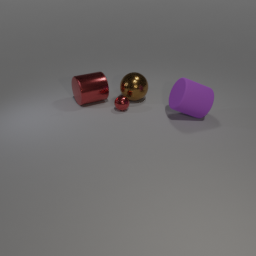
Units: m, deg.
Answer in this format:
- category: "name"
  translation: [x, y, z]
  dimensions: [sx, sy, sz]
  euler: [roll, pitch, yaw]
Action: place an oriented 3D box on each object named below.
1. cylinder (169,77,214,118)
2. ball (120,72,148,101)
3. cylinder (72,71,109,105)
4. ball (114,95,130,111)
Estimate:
- category: "cylinder"
  translation: [2.677, -1.270, 11.939]
  dimensions: [1.400, 1.400, 1.400]
  euler: [17, 25, -18]
- category: "ball"
  translation: [0.298, -2.014, 13.669]
  dimensions: [1.400, 1.400, 1.400]
  euler: [0, 30, 0]
- category: "cylinder"
  translation: [-1.825, -1.913, 13.486]
  dimensions: [1.400, 1.400, 1.400]
  euler: [-16, 33, -25]
- category: "ball"
  translation: [-0.280, -1.144, 12.868]
  dimensions: [0.700, 0.700, 0.700]
  euler: [0, 30, 0]
